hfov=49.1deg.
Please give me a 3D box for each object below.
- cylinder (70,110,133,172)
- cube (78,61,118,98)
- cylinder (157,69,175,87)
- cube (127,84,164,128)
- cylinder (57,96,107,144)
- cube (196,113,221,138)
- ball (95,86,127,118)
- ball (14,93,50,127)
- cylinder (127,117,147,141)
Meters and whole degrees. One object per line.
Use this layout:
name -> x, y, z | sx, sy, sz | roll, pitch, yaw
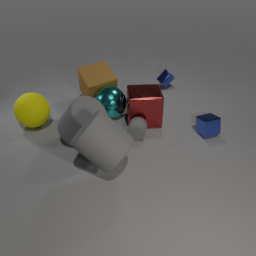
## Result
cylinder -> -0.797, 0.402, 8.587 | 1.400, 1.400, 1.400 | 41, 33, -12
cube -> -1.405, -2.020, 13.007 | 1.400, 1.400, 1.400 | -19, 56, -18
cylinder -> 1.981, -2.617, 14.692 | 0.700, 0.700, 0.700 | 38, 16, -13
cube -> 0.681, -0.928, 11.809 | 1.400, 1.400, 1.400 | -2, 32, -3
cylinder -> -1.677, -0.234, 10.218 | 1.400, 1.400, 1.400 | 18, 53, -27
cube -> 3.167, -0.117, 11.074 | 0.700, 0.700, 0.700 | -13, 24, -15
ball -> -0.755, -1.115, 12.131 | 1.400, 1.400, 1.400 | 0, 33, 0
ball -> -3.883, -0.727, 11.367 | 1.400, 1.400, 1.400 | 0, 33, 0
cylinder -> 0.362, 0.026, 10.978 | 0.700, 0.700, 0.700 | 6, 33, 10
